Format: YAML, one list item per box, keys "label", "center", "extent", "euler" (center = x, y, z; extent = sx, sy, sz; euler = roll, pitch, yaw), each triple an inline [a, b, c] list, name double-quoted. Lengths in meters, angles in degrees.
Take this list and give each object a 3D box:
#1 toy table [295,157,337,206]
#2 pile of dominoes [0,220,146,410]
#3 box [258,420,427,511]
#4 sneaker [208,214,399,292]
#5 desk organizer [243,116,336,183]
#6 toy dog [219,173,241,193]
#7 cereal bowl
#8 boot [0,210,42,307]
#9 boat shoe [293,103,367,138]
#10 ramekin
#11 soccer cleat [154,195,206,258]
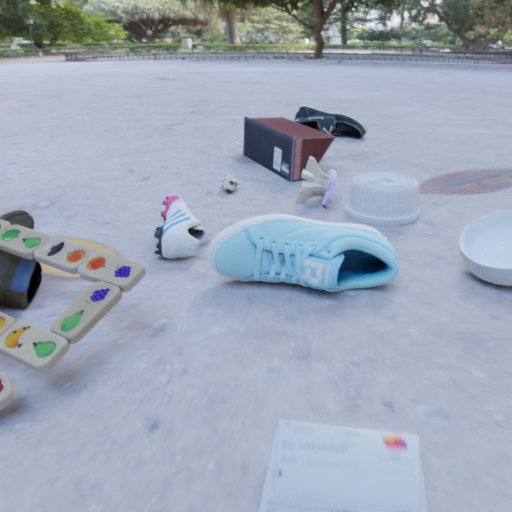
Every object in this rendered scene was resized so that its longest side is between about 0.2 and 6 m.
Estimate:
- label: "toy table"
  center: [1.282, -1.526, 11.846]
  extent: [0.657, 1.031, 1.121]
  euler: [15, 16, -4]
- label: "pile of dominoes"
  center: [-3.595, 0.453, 6.653]
  extent: [3.665, 0.584, 2.857]
  euler: [14, 47, 29]
- label: "box"
  center: [0.688, 2.036, 4.441]
  extent: [1.301, 0.343, 1.668]
  euler: [4, 26, 9]
- label: "sneaker"
  center: [0.738, 0.007, 8.175]
  extent: [2.841, 1.050, 1.164]
  euler: [-4, 20, -7]
- label: "desk organizer"
  center: [0.775, -2.888, 14.706]
  extent: [1.181, 1.100, 3.068]
  euler: [-8, 25, -22]
- label: "toy dog"
  center: [-0.610, -1.601, 12.743]
  extent: [0.503, 0.362, 0.519]
  euler: [20, 21, -6]
- label: "cereal bowl"
  center: [3.910, -0.048, 8.578]
  extent: [1.490, 0.621, 1.490]
  euler: [-15, 33, 10]
- label: "boot"
  center: [-3.603, 0.067, 8.518]
  extent: [1.105, 0.852, 2.281]
  euler: [10, 34, 0]
- label: "boat shoe"
  center: [2.386, -4.221, 18.307]
  extent: [2.570, 0.923, 0.869]
  euler: [22, 71, 27]
- label: "ramekin"
  center: [2.567, -1.209, 11.264]
  extent: [1.480, 0.777, 1.480]
  euler: [0, 24, 0]
- label: "soccer cleat"
  center: [-1.290, -0.498, 9.903]
  extent: [0.839, 0.679, 1.943]
  euler: [4, 29, -4]
